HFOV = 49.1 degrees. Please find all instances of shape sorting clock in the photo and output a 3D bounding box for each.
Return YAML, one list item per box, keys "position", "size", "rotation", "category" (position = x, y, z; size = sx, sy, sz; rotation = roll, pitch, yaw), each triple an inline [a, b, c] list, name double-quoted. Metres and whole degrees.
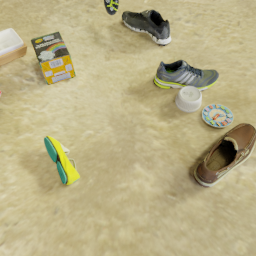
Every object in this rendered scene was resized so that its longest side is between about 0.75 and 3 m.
- position: [3.212, -0.456, 10.029]
  size: [1.114, 0.218, 1.114]
  rotation: [0, 55, 0]
  category: "shape sorting clock"

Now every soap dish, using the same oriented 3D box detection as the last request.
- position: [-5.274, -3.310, 11.693]
  size: [1.792, 0.728, 1.410]
  rotation: [-32, 61, -20]
  category: "soap dish"

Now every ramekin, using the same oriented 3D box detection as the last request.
- position: [2.251, -1.097, 10.297]
  size: [0.968, 0.508, 0.968]
  rotation: [0, 56, 0]
  category: "ramekin"

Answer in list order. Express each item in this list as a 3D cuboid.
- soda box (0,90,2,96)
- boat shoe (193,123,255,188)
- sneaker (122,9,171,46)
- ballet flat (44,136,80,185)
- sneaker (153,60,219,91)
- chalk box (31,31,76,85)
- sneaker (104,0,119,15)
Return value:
- position: [-4.501, -1.450, 7.528]
  size: [1.046, 2.989, 0.948]
  rotation: [5, 63, -2]
  category: "soda box"
- position: [3.220, 0.689, 8.725]
  size: [1.049, 1.051, 2.841]
  rotation: [37, 63, 22]
  category: "boat shoe"
- position: [0.834, -4.799, 12.408]
  size: [2.745, 1.242, 0.912]
  rotation: [37, 62, 23]
  category: "sneaker"
- position: [-2.073, 0.975, 8.894]
  size: [0.616, 0.615, 1.839]
  rotation: [-13, 56, -35]
  category: "ballet flat"
- position: [2.240, -2.044, 10.643]
  size: [2.484, 1.005, 0.918]
  rotation: [-2, 55, -1]
  category: "sneaker"
- position: [-3.015, -2.905, 11.137]
  size: [1.214, 1.205, 1.944]
  rotation: [-20, 57, -12]
  category: "chalk box"
- position: [-0.704, -5.218, 10.782]
  size: [0.615, 1.632, 0.623]
  rotation: [-9, 24, 0]
  category: "sneaker"
